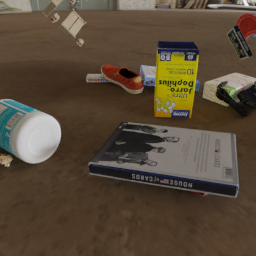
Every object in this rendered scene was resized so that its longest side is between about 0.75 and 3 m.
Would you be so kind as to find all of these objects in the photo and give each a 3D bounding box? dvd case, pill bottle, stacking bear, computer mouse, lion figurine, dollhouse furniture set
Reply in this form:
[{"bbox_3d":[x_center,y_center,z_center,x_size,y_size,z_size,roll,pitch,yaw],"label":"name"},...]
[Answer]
[{"bbox_3d":[0.908,0.556,6.433,2.983,0.369,2.242,7,26,16],"label":"dvd case"},{"bbox_3d":[-2.829,-0.022,7.073,2.207,1.223,1.223,20,34,34],"label":"pill bottle"},{"bbox_3d":[3.722,-2.991,8.264,1.236,0.703,0.751,-19,-3,-45],"label":"stacking bear"},{"bbox_3d":[3.998,-1.159,9.741,2.206,0.508,1.549,-29,61,-31],"label":"computer mouse"},{"bbox_3d":[-3.204,0.739,6.589,0.897,0.325,0.550,8,17,24],"label":"lion figurine"},{"bbox_3d":[3.005,-2.283,7.579,0.146,0.885,1.178,-29,3,14],"label":"dvd case"},{"bbox_3d":[-1.713,-3.112,8.115,0.649,1.329,1.133,-13,42,47],"label":"dollhouse furniture set"}]

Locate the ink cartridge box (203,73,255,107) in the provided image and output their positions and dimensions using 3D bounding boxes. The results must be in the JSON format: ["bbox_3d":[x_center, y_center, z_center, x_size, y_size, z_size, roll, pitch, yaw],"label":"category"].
[{"bbox_3d":[3.847,-1.472,10.418,1.906,0.642,1.116,-21,35,-32],"label":"ink cartridge box"}]

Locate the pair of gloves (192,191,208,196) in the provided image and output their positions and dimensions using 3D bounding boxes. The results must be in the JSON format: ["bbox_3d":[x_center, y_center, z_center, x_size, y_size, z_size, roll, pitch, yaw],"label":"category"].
[{"bbox_3d":[1.437,0.835,6.504,2.016,0.230,1.621,19,33,33],"label":"pair of gloves"}]

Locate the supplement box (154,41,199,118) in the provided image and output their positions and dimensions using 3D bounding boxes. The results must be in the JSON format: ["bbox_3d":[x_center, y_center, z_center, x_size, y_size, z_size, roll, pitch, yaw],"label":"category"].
[{"bbox_3d":[1.471,-1.543,8.902,1.187,2.182,1.195,2,28,4],"label":"supplement box"}]

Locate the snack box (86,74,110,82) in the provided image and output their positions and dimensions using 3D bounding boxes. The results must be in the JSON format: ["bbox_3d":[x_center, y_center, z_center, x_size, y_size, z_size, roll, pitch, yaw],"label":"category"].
[{"bbox_3d":[-0.946,-2.198,12.278,1.710,0.208,0.615,-1,28,-1],"label":"snack box"}]

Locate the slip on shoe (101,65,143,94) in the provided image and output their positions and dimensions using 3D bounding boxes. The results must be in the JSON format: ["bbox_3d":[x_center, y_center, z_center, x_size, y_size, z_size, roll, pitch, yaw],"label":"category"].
[{"bbox_3d":[-0.256,-2.178,11.419,0.890,0.735,2.401,-25,42,-30],"label":"slip on shoe"}]

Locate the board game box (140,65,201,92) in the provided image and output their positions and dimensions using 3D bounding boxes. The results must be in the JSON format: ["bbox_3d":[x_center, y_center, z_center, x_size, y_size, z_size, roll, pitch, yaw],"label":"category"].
[{"bbox_3d":[1.664,-2.072,11.555,2.222,0.407,1.681,5,27,-6],"label":"board game box"}]
